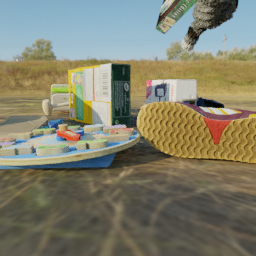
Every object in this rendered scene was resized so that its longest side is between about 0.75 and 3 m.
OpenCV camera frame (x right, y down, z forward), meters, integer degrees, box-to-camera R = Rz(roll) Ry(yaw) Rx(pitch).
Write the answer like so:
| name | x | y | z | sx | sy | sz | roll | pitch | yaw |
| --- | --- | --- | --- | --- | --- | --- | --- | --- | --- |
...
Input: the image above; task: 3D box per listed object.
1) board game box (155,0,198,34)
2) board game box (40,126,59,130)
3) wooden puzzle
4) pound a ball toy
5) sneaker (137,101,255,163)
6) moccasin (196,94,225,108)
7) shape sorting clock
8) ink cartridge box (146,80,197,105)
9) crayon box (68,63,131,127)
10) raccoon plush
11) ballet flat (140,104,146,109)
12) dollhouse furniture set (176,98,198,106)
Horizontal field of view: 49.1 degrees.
| name | x | y | z | sx | sy | sz | roll | pitch | yaw |
| --- | --- | --- | --- | --- | --- | --- | --- | --- | --- |
| board game box | 1.379 | -2.803 | 4.886 | 0.281 | 1.254 | 2.393 | 32 | -34 | -18 |
| board game box | -2.294 | 0.059 | 7.347 | 1.048 | 0.148 | 0.709 | -4 | 9 | -24 |
| wooden puzzle | -2.638 | 0.018 | 6.698 | 1.887 | 0.221 | 1.273 | 3 | 26 | 13 |
| pound a ball toy | -2.537 | -1.115 | 13.123 | 2.848 | 1.210 | 1.857 | -3 | 34 | -18 |
| sneaker | 1.433 | 0.065 | 4.893 | 2.528 | 0.947 | 1.139 | 12 | 8 | 21 |
| moccasin | 2.912 | -1.001 | 11.676 | 2.442 | 0.982 | 0.833 | -5 | -3 | -23 |
| shape sorting clock | -1.136 | 0.203 | 4.949 | 2.710 | 0.532 | 2.710 | 0 | 8 | 0 |
| ink cartridge box | 1.469 | -0.986 | 9.996 | 0.849 | 1.457 | 2.012 | -4 | 10 | -25 |
| crayon box | -1.024 | -1.078 | 9.247 | 0.762 | 1.858 | 2.956 | -6 | 10 | -35 |
| raccoon plush | 1.967 | -2.965 | 7.320 | 1.099 | 2.271 | 1.522 | 37 | 32 | 25 |
| ballet flat | 1.887 | -1.183 | 13.122 | 2.889 | 0.971 | 0.983 | 5 | 2 | 34 |
| dollhouse furniture set | 2.008 | -0.226 | 6.646 | 1.317 | 0.910 | 1.395 | -7 | 11 | -40 |
